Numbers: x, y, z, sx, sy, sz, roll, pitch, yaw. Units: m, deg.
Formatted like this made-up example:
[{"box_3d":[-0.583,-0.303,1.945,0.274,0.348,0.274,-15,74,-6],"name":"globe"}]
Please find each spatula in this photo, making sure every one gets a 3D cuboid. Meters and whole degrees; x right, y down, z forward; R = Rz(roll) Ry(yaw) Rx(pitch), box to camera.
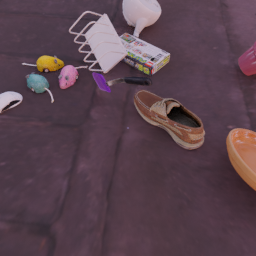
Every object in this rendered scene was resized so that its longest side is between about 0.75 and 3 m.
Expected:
[{"box_3d":[-0.233,-1.321,7.963,2.389,0.675,0.246,6,46,43],"name":"spatula"}]

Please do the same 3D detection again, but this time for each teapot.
[{"box_3d":[0.391,-4.662,11.189,1.685,1.247,1.707,47,41,-1],"name":"teapot"}]

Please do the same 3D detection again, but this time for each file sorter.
[{"box_3d":[-1.004,-2.747,9.047,0.988,1.101,1.587,-15,75,-54],"name":"file sorter"}]

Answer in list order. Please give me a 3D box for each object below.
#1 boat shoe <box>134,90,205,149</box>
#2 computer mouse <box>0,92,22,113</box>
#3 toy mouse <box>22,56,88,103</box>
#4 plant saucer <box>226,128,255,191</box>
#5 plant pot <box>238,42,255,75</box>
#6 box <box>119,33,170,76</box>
[{"box_3d":[1.160,-0.457,7.872,2.479,0.890,0.939,37,59,26],"name":"boat shoe"},{"box_3d":[-3.979,-0.718,8.446,1.580,0.347,0.866,-36,58,-26],"name":"computer mouse"},{"box_3d":[-2.498,-1.704,9.191,2.319,0.449,2.061,-4,51,-4],"name":"toy mouse"},{"box_3d":[3.249,0.922,6.476,2.330,0.436,2.330,21,32,-14],"name":"plant saucer"},{"box_3d":[4.241,-2.250,9.162,1.098,0.983,1.098,14,65,-32],"name":"plant pot"},{"box_3d":[0.331,-2.686,10.060,2.062,0.358,1.135,34,58,25],"name":"box"}]
